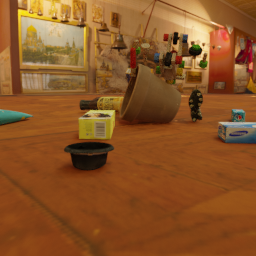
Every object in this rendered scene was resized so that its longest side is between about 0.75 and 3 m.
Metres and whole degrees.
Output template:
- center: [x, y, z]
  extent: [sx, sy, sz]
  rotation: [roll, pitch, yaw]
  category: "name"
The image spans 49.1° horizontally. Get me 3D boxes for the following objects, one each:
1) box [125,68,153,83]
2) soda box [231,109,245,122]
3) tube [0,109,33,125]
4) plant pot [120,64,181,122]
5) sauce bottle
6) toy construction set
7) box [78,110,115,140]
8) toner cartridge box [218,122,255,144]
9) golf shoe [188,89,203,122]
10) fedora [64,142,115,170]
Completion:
- center: [0.672, -1.932, 13.354]
  extent: [1.224, 2.057, 0.427]
  rotation: [6, 52, 18]
  category: "box"
- center: [4.838, -0.525, 12.335]
  extent: [0.464, 0.491, 1.446]
  rotation: [3, 9, 17]
  category: "soda box"
- center: [-5.170, -0.497, 11.934]
  extent: [1.057, 0.688, 2.729]
  rotation: [9, 6, 8]
  category: "tube"
- center: [1.005, -1.205, 11.862]
  extent: [2.128, 2.441, 2.441]
  rotation: [18, 6, -11]
  category: "plant pot"
- center: [-1.283, -1.273, 15.841]
  extent: [2.962, 0.978, 0.978]
  rotation: [-1, 9, 14]
  category: "sauce bottle"
- center: [1.538, -2.647, 12.245]
  extent: [2.970, 2.282, 2.477]
  rotation: [-6, 44, -6]
  category: "toy construction set"
- center: [-0.979, -0.183, 9.582]
  extent: [1.022, 0.680, 2.715]
  rotation: [0, 8, -1]
  category: "box"
- center: [3.855, 0.135, 8.188]
  extent: [2.187, 0.472, 1.039]
  rotation: [1, 9, 5]
  category: "toner cartridge box"
- center: [2.852, -1.031, 12.030]
  extent: [0.601, 1.557, 0.686]
  rotation: [-6, 36, 4]
  category: "golf shoe"
- center: [-0.762, 0.562, 5.547]
  extent: [0.989, 0.452, 0.989]
  rotation: [1, 9, 0]
  category: "fedora"
